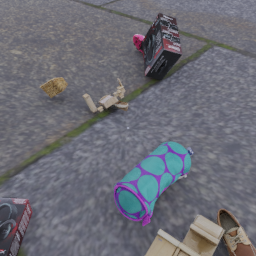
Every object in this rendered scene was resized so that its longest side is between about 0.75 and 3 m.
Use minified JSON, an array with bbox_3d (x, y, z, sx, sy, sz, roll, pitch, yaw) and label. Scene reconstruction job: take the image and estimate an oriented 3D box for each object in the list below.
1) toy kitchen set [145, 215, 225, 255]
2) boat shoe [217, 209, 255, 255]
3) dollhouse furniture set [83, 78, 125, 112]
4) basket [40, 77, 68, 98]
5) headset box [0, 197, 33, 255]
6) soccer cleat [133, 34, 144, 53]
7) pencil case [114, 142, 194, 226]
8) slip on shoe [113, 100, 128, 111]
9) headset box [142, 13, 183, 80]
[{"bbox_3d":[1.277,2.179,4.982,1.717,1.549,1.401,26,69,26],"label":"toy kitchen set"},{"bbox_3d":[2.196,2.288,5.742,0.558,0.529,1.475,-31,32,6],"label":"boat shoe"},{"bbox_3d":[-0.718,-1.111,9.315,1.350,0.597,0.700,-33,24,-11],"label":"dollhouse furniture set"},{"bbox_3d":[-2.532,-1.492,9.650,0.760,0.566,0.543,-22,33,35],"label":"basket"},{"bbox_3d":[-2.812,2.135,6.054,1.090,0.566,1.464,4,41,2],"label":"headset box"},{"bbox_3d":[1.058,-3.577,12.432,0.836,0.676,1.937,-33,63,-30],"label":"soccer cleat"},{"bbox_3d":[0.649,1.153,6.473,1.037,0.955,2.243,48,44,9],"label":"pencil case"},{"bbox_3d":[-0.314,-0.777,9.405,0.802,0.243,0.305,18,40,33],"label":"slip on shoe"},{"bbox_3d":[1.254,-3.002,10.707,0.811,1.564,2.101,10,59,-20],"label":"headset box"}]
